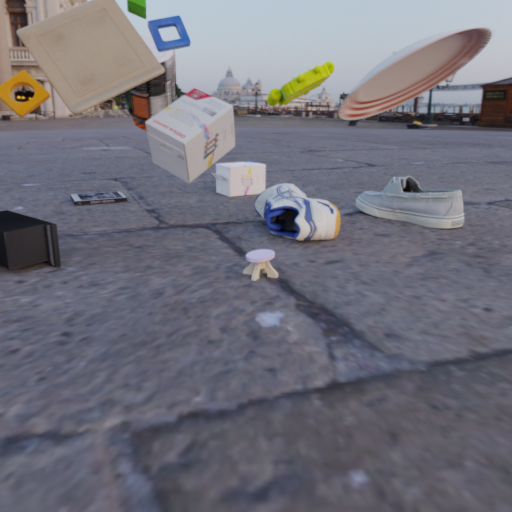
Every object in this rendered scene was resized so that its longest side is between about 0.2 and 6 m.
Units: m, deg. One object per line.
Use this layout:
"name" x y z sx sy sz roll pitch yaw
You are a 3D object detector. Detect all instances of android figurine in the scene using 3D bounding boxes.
"android figurine" 0.629 -2.373 7.755 1.009 0.228 1.108 -28 5 -3

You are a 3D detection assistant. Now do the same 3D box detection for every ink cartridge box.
"ink cartridge box" -0.527 -2.206 16.059 1.360 0.852 0.874 -9 19 -30
"ink cartridge box" -1.149 -2.142 9.950 0.949 0.945 1.306 32 57 23

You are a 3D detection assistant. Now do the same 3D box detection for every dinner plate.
"dinner plate" 2.885 -3.459 10.549 3.015 0.365 3.015 -25 -4 -2

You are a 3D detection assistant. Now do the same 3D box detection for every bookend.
"bookend" -4.356 -0.136 9.071 1.643 0.757 1.633 13 22 37

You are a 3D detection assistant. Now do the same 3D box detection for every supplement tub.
"supplement tub" -2.373 -3.813 12.516 1.181 1.927 1.181 3 55 -5

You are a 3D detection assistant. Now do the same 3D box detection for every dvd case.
"dvd case" -4.217 -1.532 14.985 1.338 0.166 1.006 -8 18 -23

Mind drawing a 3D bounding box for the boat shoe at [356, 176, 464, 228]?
"boat shoe" 3.474 -1.330 12.766 0.974 0.994 2.792 -13 20 -37

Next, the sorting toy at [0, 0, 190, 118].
"sorting toy" -2.643 -3.196 8.994 3.211 1.808 0.437 -33 -10 -20

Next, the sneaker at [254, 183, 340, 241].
"sneaker" 0.546 -0.920 11.452 1.112 0.949 2.522 -10 18 -32

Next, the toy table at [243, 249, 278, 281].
"toy table" 0.060 0.141 8.808 0.583 0.371 0.634 11 18 33
